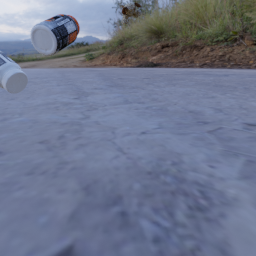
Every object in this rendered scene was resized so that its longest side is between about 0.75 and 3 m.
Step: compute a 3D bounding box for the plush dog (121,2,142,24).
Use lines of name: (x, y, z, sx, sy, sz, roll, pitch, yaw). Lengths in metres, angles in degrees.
plush dog: (0.058, -4.456, 10.533, 0.891, 0.715, 0.765, -33, 5, -10)

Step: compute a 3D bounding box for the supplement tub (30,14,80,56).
supplement tub: (-2.324, -3.118, 9.216, 1.020, 1.020, 1.665, 5, 34, 20)

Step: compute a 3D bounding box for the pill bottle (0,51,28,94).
pill bottle: (-2.596, -1.185, 5.816, 1.046, 0.592, 0.592, 37, 31, 24)
